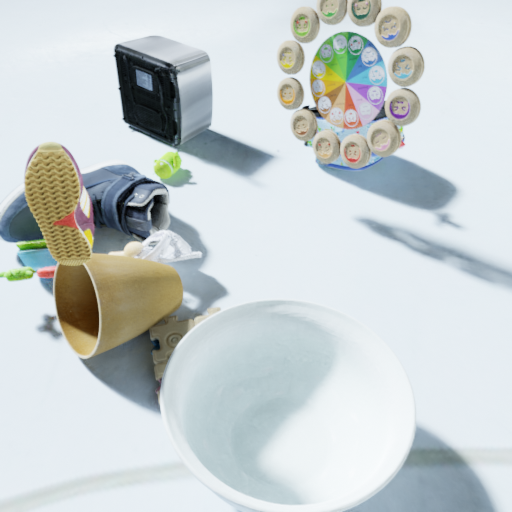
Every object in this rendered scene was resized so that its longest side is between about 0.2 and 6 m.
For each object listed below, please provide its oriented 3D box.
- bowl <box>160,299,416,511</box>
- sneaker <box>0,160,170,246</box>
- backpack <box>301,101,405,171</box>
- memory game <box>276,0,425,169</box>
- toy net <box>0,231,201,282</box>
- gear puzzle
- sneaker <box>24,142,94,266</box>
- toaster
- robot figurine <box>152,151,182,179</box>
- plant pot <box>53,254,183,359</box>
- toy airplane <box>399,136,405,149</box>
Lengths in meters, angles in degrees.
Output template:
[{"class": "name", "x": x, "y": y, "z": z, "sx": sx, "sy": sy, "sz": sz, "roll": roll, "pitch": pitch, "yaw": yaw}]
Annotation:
[{"class": "bowl", "x": 0.402, "y": 2.293, "z": 7.873, "sx": 3.391, "sy": 1.524, "sz": 3.391, "roll": 1, "pitch": 41, "yaw": -1}, {"class": "sneaker", "x": -3.469, "y": -0.894, "z": 11.840, "sx": 3.488, "sy": 1.326, "sz": 2.520, "roll": -31, "pitch": 46, "yaw": -33}, {"class": "backpack", "x": 2.555, "y": -3.129, "z": 14.145, "sx": 2.255, "sy": 1.657, "sz": 2.063, "roll": 20, "pitch": 41, "yaw": 42}, {"class": "memory game", "x": 1.741, "y": -3.521, "z": 11.324, "sx": 3.627, "sy": 3.627, "sz": 0.231, "roll": 32, "pitch": 40, "yaw": 32}, {"class": "toy net", "x": -2.916, "y": -0.091, "z": 10.731, "sx": 3.642, "sy": 0.703, "sz": 1.911, "roll": -6, "pitch": 4, "yaw": 1}, {"class": "gear puzzle", "x": -0.101, "y": 1.592, "z": 9.597, "sx": 3.335, "sy": 0.437, "sz": 1.727, "roll": -10, "pitch": 48, "yaw": -10}, {"class": "sneaker", "x": -2.422, "y": -0.743, "z": 6.961, "sx": 0.677, "sy": 1.806, "sz": 0.814, "roll": -3, "pitch": 45, "yaw": -11}, {"class": "toaster", "x": -2.463, "y": -4.526, "z": 15.325, "sx": 2.637, "sy": 2.384, "sz": 1.565, "roll": 28, "pitch": 47, "yaw": 28}, {"class": "robot figurine", "x": -2.237, "y": -2.285, "z": 14.130, "sx": 0.794, "sy": 0.524, "sz": 0.906, "roll": -3, "pitch": 35, "yaw": 33}, {"class": "plant pot", "x": -2.298, "y": 0.700, "z": 9.832, "sx": 1.885, "sy": 1.757, "sz": 1.757, "roll": -11, "pitch": 37, "yaw": -42}, {"class": "toy airplane", "x": 3.045, "y": -2.526, "z": 12.622, "sx": 0.595, "sy": 0.420, "sz": 0.593, "roll": 8, "pitch": 17, "yaw": 9}]
